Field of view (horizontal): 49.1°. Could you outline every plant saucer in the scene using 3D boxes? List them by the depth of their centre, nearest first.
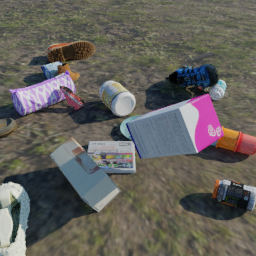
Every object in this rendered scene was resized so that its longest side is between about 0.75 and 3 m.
[{"bbox_3d":[0.513,0.058,10.200,1.591,0.218,1.591,0,35,0],"label":"plant saucer"}]

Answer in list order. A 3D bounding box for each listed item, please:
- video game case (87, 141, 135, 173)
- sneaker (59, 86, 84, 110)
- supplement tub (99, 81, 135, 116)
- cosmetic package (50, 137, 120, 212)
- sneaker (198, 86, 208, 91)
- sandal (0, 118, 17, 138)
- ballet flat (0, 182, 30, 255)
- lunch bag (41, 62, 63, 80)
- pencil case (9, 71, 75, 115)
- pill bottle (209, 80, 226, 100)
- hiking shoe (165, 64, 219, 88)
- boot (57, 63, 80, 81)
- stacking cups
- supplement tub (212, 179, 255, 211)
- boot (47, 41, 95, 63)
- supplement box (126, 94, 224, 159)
[{"bbox_3d":[-0.553,0.917,9.042,1.544,0.177,1.406,0,35,-1],"label":"video game case"},{"bbox_3d":[-2.375,-1.207,11.331,1.204,0.522,0.444,41,18,-2],"label":"sneaker"},{"bbox_3d":[-0.465,-1.217,11.262,1.037,1.037,1.436,-18,40,-23],"label":"supplement tub"},{"bbox_3d":[-1.204,1.229,7.725,0.845,1.001,1.936,-41,49,-10],"label":"cosmetic package"},{"bbox_3d":[3.577,-2.124,13.056,0.475,0.422,1.125,19,40,17],"label":"sneaker"},{"bbox_3d":[-5.442,0.047,9.702,2.942,0.803,1.202,-13,38,-17],"label":"sandal"},{"bbox_3d":[-2.878,2.103,6.787,0.980,0.980,2.730,-12,37,-16],"label":"ballet flat"},{"bbox_3d":[-3.649,-2.853,13.829,0.955,0.716,1.124,-23,51,-28],"label":"lunch bag"},{"bbox_3d":[-3.420,-1.458,11.534,1.110,1.130,2.644,34,49,31],"label":"pencil case"},{"bbox_3d":[3.904,-1.626,12.214,0.606,0.606,1.095,14,39,18],"label":"pill bottle"},{"bbox_3d":[2.841,-2.154,12.364,1.225,1.051,2.825,-24,16,-14],"label":"hiking shoe"},{"bbox_3d":[-2.875,-2.721,13.467,1.173,0.911,0.450,-23,41,-28],"label":"boot"},{"bbox_3d":[2.758,0.222,9.411,2.994,0.906,0.906,16,39,20],"label":"stacking cups"},{"bbox_3d":[2.828,1.756,7.475,1.043,0.639,0.639,14,38,18],"label":"supplement tub"},{"bbox_3d":[-3.282,-4.488,15.927,2.710,1.017,1.453,-13,32,-15],"label":"boot"},{"bbox_3d":[1.087,0.020,7.040,1.090,1.113,2.154,-25,4,-32],"label":"supplement box"}]
